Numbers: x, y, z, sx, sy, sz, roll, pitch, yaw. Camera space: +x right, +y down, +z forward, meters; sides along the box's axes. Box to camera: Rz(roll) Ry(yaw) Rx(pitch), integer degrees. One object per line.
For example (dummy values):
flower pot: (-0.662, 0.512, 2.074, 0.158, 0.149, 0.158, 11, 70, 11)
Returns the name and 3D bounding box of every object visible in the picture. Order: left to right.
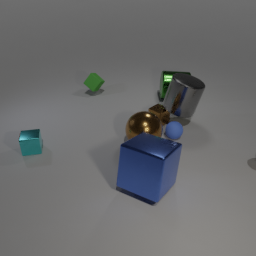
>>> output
cube: (-3.592, 0.529, 10.390, 0.700, 0.700, 0.700, -6, 31, -11)
cube: (-1.765, -2.401, 14.677, 0.700, 0.700, 0.700, 41, 17, 3)
ball: (0.600, 0.064, 10.474, 1.400, 1.400, 1.400, 0, 31, 0)
cube: (0.646, 1.110, 8.439, 1.400, 1.400, 1.400, 17, 22, 27)
cube: (1.356, -0.557, 12.216, 0.700, 0.700, 0.700, 25, 39, 35)
ball: (1.833, 0.086, 11.116, 0.700, 0.700, 0.700, 0, 31, 0)
cylinder: (2.372, -2.147, 14.133, 1.400, 1.400, 1.400, 3, 31, 0)
cylinder: (2.315, -1.368, 11.703, 1.400, 1.400, 1.400, 12, 32, -8)
